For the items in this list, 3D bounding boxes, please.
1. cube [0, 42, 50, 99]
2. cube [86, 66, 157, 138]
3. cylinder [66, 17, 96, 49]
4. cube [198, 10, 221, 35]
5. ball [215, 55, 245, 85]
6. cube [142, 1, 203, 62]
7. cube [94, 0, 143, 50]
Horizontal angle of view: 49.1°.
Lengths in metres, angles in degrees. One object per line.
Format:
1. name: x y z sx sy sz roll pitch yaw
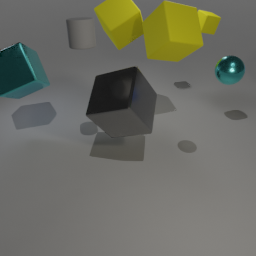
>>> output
1. cube: -3.853 -1.955 9.897 1.400 1.400 1.400 -23 1 5
2. cube: -0.137 -0.686 8.040 1.400 1.400 1.400 -7 58 30
3. cylinder: -1.198 -2.439 7.192 0.700 0.700 0.700 -2 27 1
4. cube: 3.198 -4.305 11.416 0.700 0.700 0.700 0 37 -24
5. ball: 2.463 -1.396 6.786 0.700 0.700 0.700 0 32 0
6. cube: 1.495 -3.233 9.594 1.400 1.400 1.400 -2 -10 -29
7. cube: -0.305 -4.406 11.516 1.400 1.400 1.400 -34 69 1
